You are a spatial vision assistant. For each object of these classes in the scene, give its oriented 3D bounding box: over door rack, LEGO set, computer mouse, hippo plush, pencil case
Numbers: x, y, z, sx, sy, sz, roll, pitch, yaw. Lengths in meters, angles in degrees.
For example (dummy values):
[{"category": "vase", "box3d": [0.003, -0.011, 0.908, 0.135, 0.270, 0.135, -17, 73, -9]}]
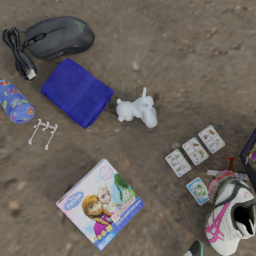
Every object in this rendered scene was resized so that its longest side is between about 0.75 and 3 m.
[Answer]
[{"category": "over door rack", "box3d": [-2.490, 0.175, 8.187, 0.591, 0.267, 0.800, 18, 76, 6]}, {"category": "LEGO set", "box3d": [2.302, 1.241, 7.845, 1.596, 0.525, 2.137, -36, 83, 2]}, {"category": "computer mouse", "box3d": [-2.238, -2.670, 8.443, 2.693, 0.710, 1.865, -24, 78, -19]}, {"category": "hippo plush", "box3d": [0.223, -0.411, 7.930, 1.019, 1.268, 1.010, -14, 82, 12]}, {"category": "pencil case", "box3d": [-3.242, -0.727, 7.821, 1.606, 0.627, 0.697, 40, 113, 35]}]

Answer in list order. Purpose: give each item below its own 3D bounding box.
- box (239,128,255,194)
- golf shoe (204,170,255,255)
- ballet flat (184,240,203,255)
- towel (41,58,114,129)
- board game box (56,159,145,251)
[{"category": "box", "box3d": [3.897, 0.969, 6.576, 1.632, 2.670, 1.416, 21, 113, 3]}, {"category": "golf shoe", "box3d": [2.423, 2.295, 6.626, 0.910, 1.155, 2.507, -16, 120, -11]}, {"category": "ballet flat", "box3d": [1.545, 3.527, 7.003, 0.481, 0.478, 1.407, 6, 91, -15]}, {"category": "towel", "box3d": [-1.496, -1.035, 8.301, 1.896, 0.470, 1.400, 38, 87, 11]}, {"category": "board game box", "box3d": [-0.678, 1.971, 7.299, 1.670, 0.344, 1.666, -44, 100, -17]}]
